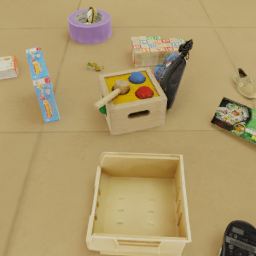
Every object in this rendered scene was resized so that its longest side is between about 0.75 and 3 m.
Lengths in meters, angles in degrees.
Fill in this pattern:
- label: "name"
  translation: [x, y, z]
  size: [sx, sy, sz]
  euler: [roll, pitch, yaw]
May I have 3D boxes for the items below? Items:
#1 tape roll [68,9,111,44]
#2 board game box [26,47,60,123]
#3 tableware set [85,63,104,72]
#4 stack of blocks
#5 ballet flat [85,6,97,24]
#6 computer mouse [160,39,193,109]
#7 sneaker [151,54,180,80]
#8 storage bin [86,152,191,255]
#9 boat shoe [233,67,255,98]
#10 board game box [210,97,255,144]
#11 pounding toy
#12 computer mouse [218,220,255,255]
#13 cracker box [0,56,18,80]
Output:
- label: "tape roll"
  translation: [-1.924, -5.200, 14.254]
  size: [2.130, 0.905, 2.130]
  euler: [0, 45, 0]
- label: "board game box"
  translation: [-3.034, -1.529, 9.981]
  size: [0.545, 1.950, 1.910]
  euler: [-15, 47, -14]
- label: "tableware set"
  translation: [-1.470, -2.702, 12.395]
  size: [0.828, 0.127, 0.558]
  euler: [9, 44, 10]
- label: "stack of blocks"
  translation: [1.407, -3.564, 12.795]
  size: [2.421, 0.709, 1.394]
  euler: [-4, 46, -4]
- label: "ballet flat"
  translation: [-1.959, -5.302, 14.049]
  size: [0.564, 0.518, 1.644]
  euler: [8, 84, 18]
- label: "computer mouse"
  translation: [1.611, -1.940, 10.110]
  size: [0.665, 2.523, 1.747]
  euler: [17, 12, 2]
- label: "sneaker"
  translation: [1.762, -2.521, 11.911]
  size: [0.696, 0.669, 1.775]
  euler: [37, 65, 25]
- label: "storage bin"
  translation: [0.242, 1.902, 7.238]
  size: [2.360, 1.114, 2.377]
  euler: [2, 46, 2]
- label: "boat shoe"
  translation: [4.707, -1.832, 11.254]
  size: [0.580, 0.522, 1.608]
  euler: [-4, 46, -4]
- label: "board game box"
  translation: [3.878, -0.207, 9.348]
  size: [1.967, 1.031, 0.231]
  euler: [31, 8, 30]
- label: "pounding toy"
  translation: [-0.109, -0.999, 9.593]
  size: [2.469, 1.755, 2.273]
  euler: [-11, 46, -11]
- label: "computer mouse"
  translation: [2.114, 3.208, 6.437]
  size: [1.651, 0.541, 2.352]
  euler: [12, 55, 13]
- label: "cracker box"
  translation: [-5.578, -2.535, 11.972]
  size: [1.626, 0.469, 1.089]
  euler: [-9, 47, -10]
